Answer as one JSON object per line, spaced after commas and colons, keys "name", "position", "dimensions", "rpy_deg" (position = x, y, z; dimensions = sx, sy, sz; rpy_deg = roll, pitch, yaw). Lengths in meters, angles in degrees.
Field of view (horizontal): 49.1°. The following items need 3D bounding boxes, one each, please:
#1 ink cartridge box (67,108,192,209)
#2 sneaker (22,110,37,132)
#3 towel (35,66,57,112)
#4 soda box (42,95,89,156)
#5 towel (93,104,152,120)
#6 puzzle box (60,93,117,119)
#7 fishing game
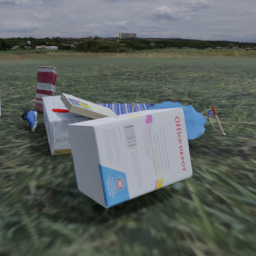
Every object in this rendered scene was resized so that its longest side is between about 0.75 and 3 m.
{"name": "ink cartridge box", "position": [0.113, 0.338, 4.449], "dimensions": [1.743, 1.120, 1.091], "rpy_deg": [-12, 7, -30]}
{"name": "sneaker", "position": [-2.820, -0.221, 7.952], "dimensions": [0.424, 0.292, 0.762], "rpy_deg": [15, 41, -28]}
{"name": "towel", "position": [-2.899, -1.347, 9.862], "dimensions": [1.146, 1.591, 0.181], "rpy_deg": [13, 10, 42]}
{"name": "soda box", "position": [-1.684, -0.187, 7.311], "dimensions": [0.911, 0.852, 2.676], "rpy_deg": [-6, 18, -18]}
{"name": "towel", "position": [-0.118, -0.515, 9.429], "dimensions": [2.062, 0.246, 1.493], "rpy_deg": [0, 21, -5]}
{"name": "puzzle box", "position": [-0.845, -0.418, 6.469], "dimensions": [1.323, 0.168, 0.880], "rpy_deg": [17, 15, -31]}
{"name": "fishing game", "position": [1.146, -0.129, 6.849], "dimensions": [2.239, 0.348, 1.603], "rpy_deg": [1, 38, -2]}
